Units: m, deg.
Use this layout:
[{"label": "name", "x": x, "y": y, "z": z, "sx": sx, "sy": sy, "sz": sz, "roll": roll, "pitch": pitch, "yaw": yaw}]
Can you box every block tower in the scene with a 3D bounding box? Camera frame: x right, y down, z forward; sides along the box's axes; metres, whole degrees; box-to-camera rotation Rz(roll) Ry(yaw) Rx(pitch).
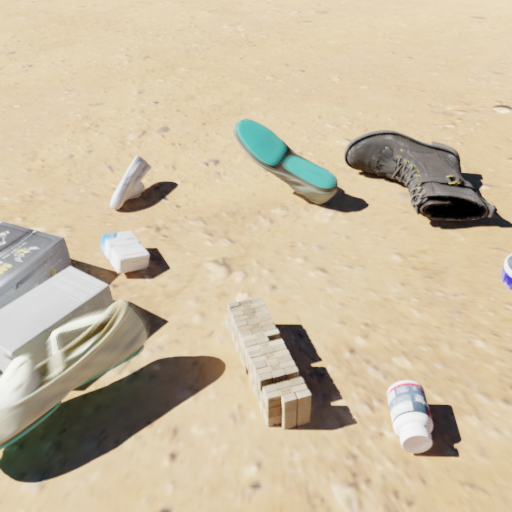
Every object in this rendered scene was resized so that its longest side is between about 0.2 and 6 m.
[{"label": "block tower", "x": 0.116, "y": 1.481, "z": 8.241, "sx": 0.594, "sy": 0.635, "sz": 2.198, "roll": -11, "pitch": 36, "yaw": -15}]

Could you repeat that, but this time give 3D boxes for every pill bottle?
[{"label": "pill bottle", "x": 2.050, "y": 2.133, "z": 7.415, "sx": 0.513, "sy": 0.513, "sz": 0.857, "roll": 1, "pitch": 36, "yaw": 2}]

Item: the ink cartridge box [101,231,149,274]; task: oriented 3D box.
[{"label": "ink cartridge box", "x": -2.457, "y": -0.081, "z": 10.474, "sx": 0.608, "sy": 0.357, "sz": 0.831, "roll": -11, "pitch": 43, "yaw": -36}]

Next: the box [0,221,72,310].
[{"label": "box", "x": -5.182, "y": 0.541, "z": 9.380, "sx": 2.591, "sy": 0.791, "sz": 3.272, "roll": 14, "pitch": 38, "yaw": 19}]

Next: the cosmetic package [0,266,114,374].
[{"label": "cosmetic package", "x": -3.224, "y": 1.046, "z": 8.698, "sx": 1.008, "sy": 0.851, "sz": 1.887, "roll": 23, "pitch": 45, "yaw": 29}]

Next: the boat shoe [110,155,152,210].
[{"label": "boat shoe", "x": -2.758, "y": -1.566, "z": 12.538, "sx": 0.542, "sy": 0.550, "sz": 1.551, "roll": 32, "pitch": 49, "yaw": -19}]

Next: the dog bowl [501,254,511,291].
[{"label": "dog bowl", "x": 4.919, "y": 0.333, "z": 10.049, "sx": 0.925, "sy": 0.364, "sz": 0.925, "roll": 0, "pitch": 36, "yaw": 0}]

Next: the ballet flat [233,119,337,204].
[{"label": "ballet flat", "x": 0.542, "y": -1.976, "z": 12.274, "sx": 2.628, "sy": 0.837, "sz": 0.885, "roll": 33, "pitch": 63, "yaw": 2}]

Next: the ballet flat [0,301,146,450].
[{"label": "ballet flat", "x": -2.747, "y": 1.505, "z": 7.450, "sx": 2.781, "sy": 0.867, "sz": 0.938, "roll": -34, "pitch": 26, "yaw": -34}]

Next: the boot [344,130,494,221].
[{"label": "boot", "x": 3.476, "y": -1.728, "z": 12.343, "sx": 3.020, "sy": 1.045, "sz": 2.629, "roll": 6, "pitch": 35, "yaw": 4}]
